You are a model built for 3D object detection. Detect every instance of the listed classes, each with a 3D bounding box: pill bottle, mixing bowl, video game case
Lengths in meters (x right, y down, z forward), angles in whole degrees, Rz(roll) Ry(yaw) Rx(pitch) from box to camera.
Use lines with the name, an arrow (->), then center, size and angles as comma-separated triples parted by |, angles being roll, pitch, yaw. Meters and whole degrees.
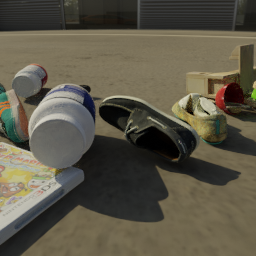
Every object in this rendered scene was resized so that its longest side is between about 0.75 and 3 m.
pill bottle -> -1.449, -0.104, 6.430 | 1.405, 1.405, 2.529 | -2, 20, -5
pill bottle -> -3.909, -1.896, 11.213 | 1.040, 1.040, 1.897 | -1, 24, -2
mixing bowl -> 3.299, -0.969, 9.306 | 1.053, 1.053, 0.570 | -15, 10, -31
video game case -> -2.532, 1.072, 5.282 | 2.535, 0.290, 2.307 | 13, 26, 28

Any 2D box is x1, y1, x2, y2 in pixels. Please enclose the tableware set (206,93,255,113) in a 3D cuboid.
tableware set -> 3.971, -0.871, 9.710 | 1.945, 0.270, 2.328 | -2, 21, -6

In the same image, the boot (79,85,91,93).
boot -> -1.857, -1.155, 10.363 | 1.314, 0.455, 1.144 | -17, 31, -20

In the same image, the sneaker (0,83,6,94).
sneaker -> -4.990, -1.472, 10.059 | 1.004, 1.180, 2.588 | -6, 23, -15

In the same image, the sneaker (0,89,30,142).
sneaker -> -3.369, -0.229, 7.742 | 1.021, 0.912, 2.556 | -26, 35, -12

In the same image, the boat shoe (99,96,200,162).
boat shoe -> 0.299, -0.023, 6.539 | 2.643, 0.949, 0.894 | 26, 42, 25

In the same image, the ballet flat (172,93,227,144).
ballet flat -> 2.024, -0.510, 8.136 | 0.996, 0.996, 2.818 | -4, 23, -9

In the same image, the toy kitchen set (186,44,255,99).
toy kitchen set -> 3.661, -2.237, 10.721 | 2.137, 1.744, 1.928 | -16, 20, -28

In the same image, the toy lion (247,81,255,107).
toy lion -> 5.368, -0.635, 8.636 | 2.344, 0.840, 2.446 | 1, 29, -16
